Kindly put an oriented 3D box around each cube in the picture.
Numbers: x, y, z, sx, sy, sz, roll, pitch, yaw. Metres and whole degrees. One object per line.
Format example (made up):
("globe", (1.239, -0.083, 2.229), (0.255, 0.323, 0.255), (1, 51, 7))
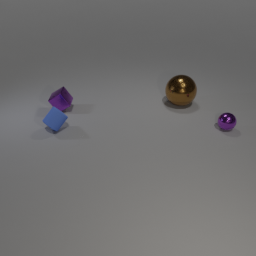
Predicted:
("cube", (-2.910, -1.236, 12.154), (0.700, 0.700, 0.700), (-26, 31, 18))

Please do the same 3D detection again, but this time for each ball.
("ball", (3.844, -0.255, 10.871), (0.700, 0.700, 0.700), (0, 31, 0))
("ball", (2.368, -1.677, 12.529), (1.400, 1.400, 1.400), (0, 31, 0))

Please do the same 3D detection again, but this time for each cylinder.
("cylinder", (-2.788, -0.346, 10.749), (0.700, 0.700, 0.700), (34, 87, 43))
